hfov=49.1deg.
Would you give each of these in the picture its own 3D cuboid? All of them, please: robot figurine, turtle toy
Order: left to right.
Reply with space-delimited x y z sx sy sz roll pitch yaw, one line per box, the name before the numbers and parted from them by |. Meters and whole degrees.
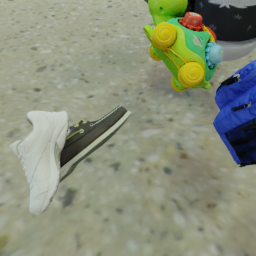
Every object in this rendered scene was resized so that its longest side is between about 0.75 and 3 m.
turtle toy | 0.964 -1.604 5.130 1.049 2.076 1.513 -35 2 3
robot figurine | 2.538 -3.063 6.787 1.794 2.874 2.160 -16 45 -14

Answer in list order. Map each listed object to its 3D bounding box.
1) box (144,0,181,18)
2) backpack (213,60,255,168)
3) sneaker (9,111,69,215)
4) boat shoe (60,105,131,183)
box | 1.153 -4.835 7.966 1.458 2.352 2.312 34 16 27
backpack | 2.052 -0.321 3.663 1.346 1.656 1.390 -31 88 -24
sneaker | -0.939 0.326 2.851 0.534 0.419 1.074 10 81 -16
boat shoe | -0.585 0.159 3.366 1.428 0.509 0.430 -41 86 -11
